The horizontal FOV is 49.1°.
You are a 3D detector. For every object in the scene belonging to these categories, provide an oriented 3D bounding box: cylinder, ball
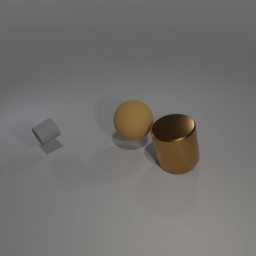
[{"bbox_3d":[1.540,0.491,9.040,1.400,1.400,1.400,-11,36,8],"label":"cylinder"},{"bbox_3d":[0.187,-0.276,9.761,1.400,1.400,1.400,0,31,0],"label":"ball"},{"bbox_3d":[-2.789,0.127,9.557,0.700,0.700,0.700,-36,44,-24],"label":"cylinder"}]
